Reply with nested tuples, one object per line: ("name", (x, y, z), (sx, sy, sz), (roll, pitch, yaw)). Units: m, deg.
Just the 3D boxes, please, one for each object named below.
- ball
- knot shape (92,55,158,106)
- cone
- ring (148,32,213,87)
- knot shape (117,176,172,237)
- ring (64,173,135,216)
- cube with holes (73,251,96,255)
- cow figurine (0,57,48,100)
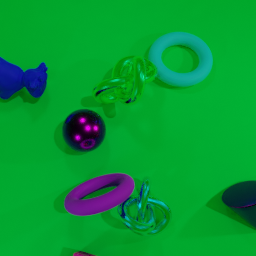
("ball", (-1.141, 0.068, 7.299), (1.141, 1.141, 1.141), (0, 70, 0))
("knot shape", (-0.142, -1.208, 7.555), (1.825, 1.951, 0.901), (-31, 112, 21))
("cone", (3.057, 2.080, 6.876), (1.140, 1.140, 1.144), (-26, 101, -9))
("ring", (1.585, -2.107, 8.490), (1.940, 0.388, 1.940), (0, 66, -1))
("knot shape", (0.482, 2.018, 6.709), (1.368, 0.676, 1.462), (53, 43, -20))
("ring", (-0.668, 1.519, 6.582), (1.702, 1.702, 0.340), (-18, 99, -6))
("cube with holes", (-0.879, 3.337, 6.273), (0.842, 0.842, 0.842), (15, 70, 5))
("cow figurine", (-3.105, -1.439, 7.601), (1.743, 1.715, 0.957), (37, 48, -32))
